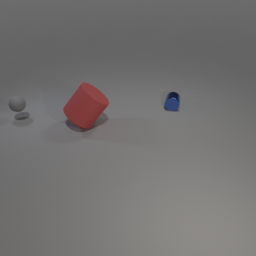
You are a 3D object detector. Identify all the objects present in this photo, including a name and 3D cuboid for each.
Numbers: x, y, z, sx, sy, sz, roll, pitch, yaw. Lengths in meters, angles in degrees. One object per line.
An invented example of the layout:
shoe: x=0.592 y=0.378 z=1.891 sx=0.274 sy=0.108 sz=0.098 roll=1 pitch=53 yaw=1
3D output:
cylinder: x=-1.739 y=-0.930 z=11.678 sx=1.400 sy=1.400 sz=1.400 roll=36 pitch=18 yaw=-14
cylinder: x=2.133 y=-1.274 z=13.376 sx=0.700 sy=0.700 sz=0.700 roll=7 pitch=33 yaw=11
ball: x=-4.797 y=-1.038 z=12.144 sx=0.700 sy=0.700 sz=0.700 roll=0 pitch=32 yaw=0
